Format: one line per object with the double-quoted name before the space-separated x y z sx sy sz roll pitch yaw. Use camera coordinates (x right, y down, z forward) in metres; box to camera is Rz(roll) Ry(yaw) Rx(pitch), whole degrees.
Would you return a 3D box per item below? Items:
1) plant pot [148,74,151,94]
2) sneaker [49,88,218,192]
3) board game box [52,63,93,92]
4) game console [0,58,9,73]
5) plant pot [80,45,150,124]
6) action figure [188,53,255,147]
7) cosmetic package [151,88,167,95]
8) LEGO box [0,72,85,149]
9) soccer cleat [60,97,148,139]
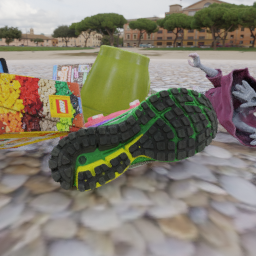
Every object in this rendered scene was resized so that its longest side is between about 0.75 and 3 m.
"plant pot" 0.158 -1.483 10.077 1.576 1.576 1.685 5 -6 15
"sneaker" 0.132 0.121 4.472 2.719 1.061 1.158 -17 -1 -8
"board game box" -1.749 -1.810 10.930 1.898 0.919 1.513 0 -8 13
"game console" -5.239 -1.654 10.162 1.718 1.020 1.481 -15 32 6
"plant pot" -0.258 -0.957 6.682 1.841 1.773 1.841 14 11 -3
"action figure" 2.383 -0.697 6.645 2.099 1.888 2.818 9 11 -7
"cosmetic package" 1.424 -0.999 9.853 0.816 0.595 1.606 -3 16 -16
"LEGO box" -2.053 -0.155 4.656 2.149 0.829 1.600 -13 -7 39
"soccer cleat" -0.288 0.100 5.414 2.346 0.897 0.782 -19 4 20
